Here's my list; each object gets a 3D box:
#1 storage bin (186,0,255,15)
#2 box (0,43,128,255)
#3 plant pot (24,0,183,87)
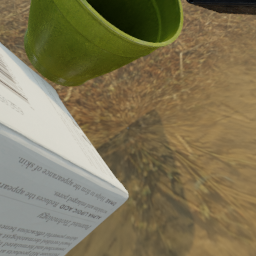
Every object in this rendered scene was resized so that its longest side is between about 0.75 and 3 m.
[{"bbox_3d":[2.930,-3.738,6.420,1.356,1.956,2.893,-6,23,-39],"label":"storage bin"},{"bbox_3d":[-1.576,0.109,2.934,1.530,2.340,2.328,-42,54,2],"label":"box"},{"bbox_3d":[-0.745,-1.979,5.170,2.511,2.418,2.511,18,60,-33],"label":"plant pot"}]
